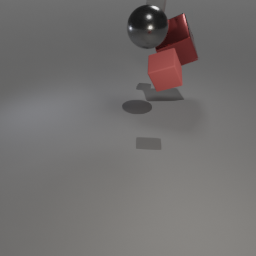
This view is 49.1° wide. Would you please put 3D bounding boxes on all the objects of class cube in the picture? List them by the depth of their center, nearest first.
[{"bbox_3d":[0.952,-1.474,7.154,0.700,0.700,0.700,-11,50,22],"label":"cube"},{"bbox_3d":[1.113,-4.873,11.145,0.700,0.700,0.700,12,11,9],"label":"cube"},{"bbox_3d":[1.938,-3.489,11.497,1.400,1.400,1.400,-16,58,20],"label":"cube"}]

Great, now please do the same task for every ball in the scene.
[{"bbox_3d":[0.657,-3.362,9.359,1.400,1.400,1.400,0,30,0],"label":"ball"}]
